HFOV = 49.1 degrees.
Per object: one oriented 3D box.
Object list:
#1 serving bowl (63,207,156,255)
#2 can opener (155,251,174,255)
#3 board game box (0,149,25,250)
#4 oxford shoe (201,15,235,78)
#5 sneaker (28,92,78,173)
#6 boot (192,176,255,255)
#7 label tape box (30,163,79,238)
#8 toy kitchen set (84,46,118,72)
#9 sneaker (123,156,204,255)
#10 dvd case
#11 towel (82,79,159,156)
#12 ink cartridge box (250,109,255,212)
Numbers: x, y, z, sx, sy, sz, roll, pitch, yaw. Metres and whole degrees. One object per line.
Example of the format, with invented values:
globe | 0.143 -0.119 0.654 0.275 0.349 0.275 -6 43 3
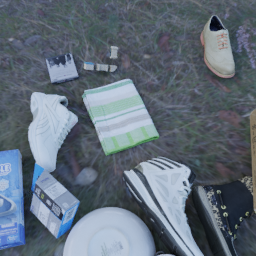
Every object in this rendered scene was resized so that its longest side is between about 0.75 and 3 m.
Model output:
serving bowl | -0.418 2.794 6.303 2.174 0.715 2.174 0 58 -1
can opener | 0.844 3.865 5.633 0.667 0.842 2.533 -5 65 18
board game box | -3.824 1.819 6.826 2.377 0.516 2.365 -8 61 -11
oxford shoe | 3.097 -2.828 9.650 0.888 0.926 2.508 -8 59 -5
sneaker | -2.059 -0.011 7.892 1.306 1.024 2.629 -7 59 -8
boot | 2.632 2.226 6.626 1.640 0.784 2.172 -13 60 -11
label tape box | -1.940 1.714 6.705 1.512 1.083 0.500 36 37 19
toy kitchen set | -0.914 -2.357 9.413 1.038 0.832 0.612 2 15 -15
sneaker | 1.247 1.790 6.703 1.639 1.075 2.849 -29 60 -15
dvd case | -2.271 -2.054 9.620 0.923 0.152 1.228 -15 58 -10
towel | -0.262 -0.436 8.512 1.736 0.357 2.326 -19 60 -11
ink cartridge box | 4.341 0.895 6.894 2.360 1.076 2.865 19 58 -9
